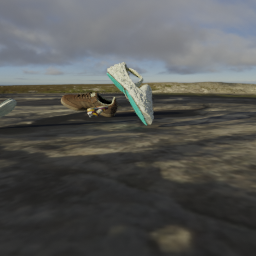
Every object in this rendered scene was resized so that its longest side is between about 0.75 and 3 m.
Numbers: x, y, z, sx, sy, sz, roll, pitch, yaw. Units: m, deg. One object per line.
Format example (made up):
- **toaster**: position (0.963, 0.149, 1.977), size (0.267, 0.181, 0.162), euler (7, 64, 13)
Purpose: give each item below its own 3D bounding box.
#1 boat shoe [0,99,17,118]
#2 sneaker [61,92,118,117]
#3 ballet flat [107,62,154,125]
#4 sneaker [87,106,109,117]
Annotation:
- **boat shoe**: position (-4.040, -0.547, 8.651), size (1.313, 0.406, 0.478), euler (-37, -24, 7)
- **sneaker**: position (-1.600, -1.205, 11.853), size (2.400, 0.906, 0.845), euler (12, 38, -6)
- **ballet flat**: position (0.228, -1.351, 9.516), size (1.024, 1.024, 2.855), euler (-7, 48, -37)
- **sneaker**: position (-1.065, -0.589, 10.106), size (0.797, 0.359, 0.299), euler (-11, 6, -22)
